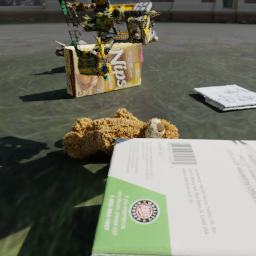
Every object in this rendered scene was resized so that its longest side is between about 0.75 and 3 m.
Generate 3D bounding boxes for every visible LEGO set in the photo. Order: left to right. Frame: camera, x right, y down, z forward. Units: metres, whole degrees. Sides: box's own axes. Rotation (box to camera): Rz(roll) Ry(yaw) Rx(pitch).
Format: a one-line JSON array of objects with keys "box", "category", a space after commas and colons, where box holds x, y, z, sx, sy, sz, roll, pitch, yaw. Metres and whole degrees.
[{"box": [-0.214, -2.070, 4.934, 1.363, 2.353, 1.809, 5, 39, 19], "category": "LEGO set"}]

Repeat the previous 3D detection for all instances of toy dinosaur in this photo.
[{"box": [-2.179, -3.485, 13.068, 1.080, 1.435, 2.807, 9, 27, 19], "category": "toy dinosaur"}]

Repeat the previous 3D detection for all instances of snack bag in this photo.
[{"box": [3.294, -1.013, 9.058, 1.852, 0.210, 1.964, -7, 26, -17], "category": "snack bag"}]

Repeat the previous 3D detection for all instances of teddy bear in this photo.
[{"box": [-0.150, 0.149, 5.763, 2.419, 0.807, 1.754, 12, 29, 26], "category": "teddy bear"}]

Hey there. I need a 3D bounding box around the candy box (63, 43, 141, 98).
[{"box": [-0.804, -2.122, 9.835, 2.729, 1.575, 0.755, -16, 29, -31], "category": "candy box"}]

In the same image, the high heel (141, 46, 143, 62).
[{"box": [0.506, -4.114, 14.977, 0.703, 1.002, 2.088, 3, 24, 6], "category": "high heel"}]

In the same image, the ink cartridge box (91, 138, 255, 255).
[{"box": [1.174, 1.065, 3.193, 2.856, 1.204, 2.086, 2, 24, 4], "category": "ink cartridge box"}]
